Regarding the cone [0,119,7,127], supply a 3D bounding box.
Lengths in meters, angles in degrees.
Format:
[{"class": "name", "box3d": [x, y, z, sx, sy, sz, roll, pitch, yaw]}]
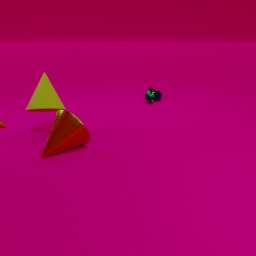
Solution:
[{"class": "cone", "box3d": [-4.293, -0.243, 8.817, 1.012, 1.008, 1.008, 25, 17, -9]}]

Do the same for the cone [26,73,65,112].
[{"class": "cone", "box3d": [-2.466, -1.087, 8.339, 1.124, 1.128, 1.124, -3, -1, 0]}]

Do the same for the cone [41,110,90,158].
[{"class": "cone", "box3d": [-1.739, 0.346, 6.957, 1.144, 1.144, 1.149, 14, 49, 36]}]

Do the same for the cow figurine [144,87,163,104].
[{"class": "cow figurine", "box3d": [1.130, -1.375, 12.051, 0.989, 0.543, 0.974, 12, 26, -27]}]
